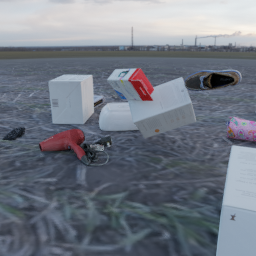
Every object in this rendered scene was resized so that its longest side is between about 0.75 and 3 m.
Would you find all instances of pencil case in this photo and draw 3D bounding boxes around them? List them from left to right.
[{"bbox_3d":[4.393,0.093,9.704,1.868,0.817,0.817,11,21,29],"label":"pencil case"}]

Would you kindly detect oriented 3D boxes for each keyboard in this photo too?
[{"bbox_3d":[-4.194,0.132,10.513,0.639,0.243,1.228,-1,19,-2],"label":"keyboard"}]

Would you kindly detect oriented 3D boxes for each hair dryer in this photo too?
[{"bbox_3d":[-1.645,0.519,8.726,2.281,0.620,1.737,1,19,5],"label":"hair dryer"}]

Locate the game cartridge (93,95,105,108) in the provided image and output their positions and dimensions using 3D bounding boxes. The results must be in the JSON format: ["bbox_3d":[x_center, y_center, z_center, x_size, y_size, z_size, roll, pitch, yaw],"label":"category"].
[{"bbox_3d":[-2.235,-1.354,14.814,1.434,0.435,2.150,9,20,16],"label":"game cartridge"}]

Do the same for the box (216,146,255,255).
[{"bbox_3d":[2.532,1.402,4.998,1.583,1.240,2.544,8,19,21],"label":"box"}]

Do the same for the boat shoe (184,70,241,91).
[{"bbox_3d":[2.289,-1.349,7.859,1.600,0.578,0.579,-6,11,33],"label":"boat shoe"}]

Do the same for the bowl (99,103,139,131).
[{"bbox_3d":[-0.176,-0.556,11.769,2.098,0.784,2.101,-1,17,-6],"label":"bowl"}]

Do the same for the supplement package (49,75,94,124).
[{"bbox_3d":[-2.415,-1.313,12.316,1.411,1.834,1.918,2,18,6],"label":"supplement package"}]

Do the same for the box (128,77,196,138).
[{"bbox_3d":[1.143,-0.617,9.341,1.907,1.014,1.452,-18,-27,11],"label":"box"}]

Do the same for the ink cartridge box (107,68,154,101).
[{"bbox_3d":[0.167,-1.311,8.496,1.515,0.880,0.509,12,59,49],"label":"ink cartridge box"}]
